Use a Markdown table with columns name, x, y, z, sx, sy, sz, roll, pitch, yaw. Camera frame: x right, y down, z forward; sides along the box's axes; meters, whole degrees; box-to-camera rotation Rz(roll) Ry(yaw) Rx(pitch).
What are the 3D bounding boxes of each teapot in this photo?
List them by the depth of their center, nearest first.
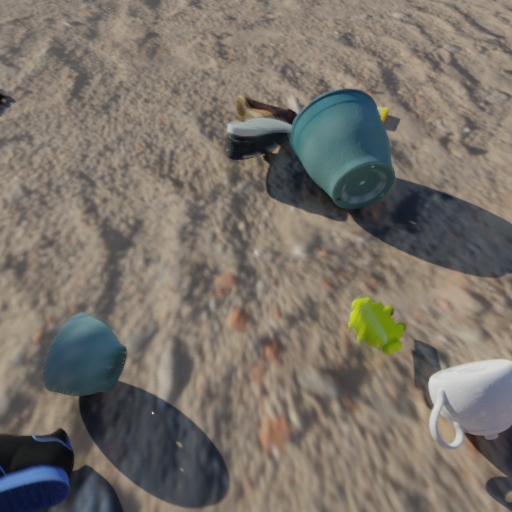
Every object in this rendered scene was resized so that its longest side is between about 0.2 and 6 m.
| name | x | y | z | sx | sy | sz | roll | pitch | yaw |
| --- | --- | --- | --- | --- | --- | --- | --- | --- | --- |
| teapot | 3.165 | 2.106 | 7.953 | 1.382 | 1.010 | 1.365 | -15 | -6 | 18 |

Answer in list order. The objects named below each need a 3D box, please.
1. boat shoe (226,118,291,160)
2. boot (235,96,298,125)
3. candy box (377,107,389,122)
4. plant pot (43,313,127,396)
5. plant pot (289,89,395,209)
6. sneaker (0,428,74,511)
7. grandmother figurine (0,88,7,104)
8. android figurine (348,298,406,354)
| name | x | y | z | sx | sy | sz | roll | pitch | yaw |
| --- | --- | --- | --- | --- | --- | --- | --- | --- | --- |
| boat shoe | 0.090 | -2.932 | 13.998 | 1.036 | 0.827 | 2.740 | 23 | 25 | 28 |
| boot | 0.306 | -4.012 | 15.751 | 1.442 | 0.627 | 1.733 | -7 | 37 | -27 |
| candy box | 2.830 | -4.103 | 15.979 | 1.741 | 0.230 | 0.890 | 15 | 40 | 17 |
| plant pot | -2.450 | 1.560 | 8.338 | 0.819 | 1.222 | 1.222 | 18 | 43 | 10 |
| plant pot | 2.039 | -2.205 | 12.448 | 2.138 | 2.138 | 2.009 | -9 | 55 | -11 |
| sneaker | -3.618 | 2.864 | 7.256 | 2.434 | 0.853 | 0.948 | -5 | 33 | -12 |
| grandmother figurine | -7.747 | -4.659 | 16.597 | 0.687 | 0.343 | 1.133 | 27 | 36 | -11 |
| android figurine | 1.960 | 1.127 | 9.147 | 1.139 | 0.234 | 1.037 | -9 | 57 | -43 |
